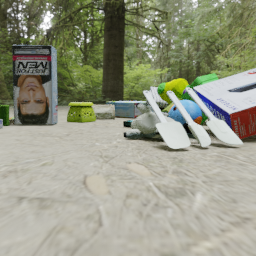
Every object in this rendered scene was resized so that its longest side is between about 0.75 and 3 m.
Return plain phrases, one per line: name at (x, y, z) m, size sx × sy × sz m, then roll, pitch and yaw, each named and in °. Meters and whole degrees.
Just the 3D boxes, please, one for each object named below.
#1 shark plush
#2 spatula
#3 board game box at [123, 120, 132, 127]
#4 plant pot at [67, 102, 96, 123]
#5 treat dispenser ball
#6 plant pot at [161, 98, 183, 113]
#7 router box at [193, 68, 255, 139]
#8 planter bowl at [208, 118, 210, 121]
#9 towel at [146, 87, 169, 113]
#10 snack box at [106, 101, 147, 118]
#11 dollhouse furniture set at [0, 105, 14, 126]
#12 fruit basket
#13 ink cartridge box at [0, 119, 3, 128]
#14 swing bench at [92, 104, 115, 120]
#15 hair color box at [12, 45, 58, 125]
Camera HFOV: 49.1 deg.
shark plush at (0.929, -0.049, 6.894) m, size 2.170 × 0.986 × 0.904 m, roll -2°, pitch -28°, yaw 34°
spatula at (1.255, -0.334, 6.328) m, size 1.662 × 0.192 × 2.391 m, roll -6°, pitch 38°, yaw -13°
board game box at (0.829, -0.131, 9.843) m, size 1.160 × 0.241 × 1.714 m, roll -6°, pitch 8°, yaw -44°
plant pot at (-2.084, -0.715, 12.528) m, size 0.970 × 0.884 × 0.974 m, roll 3°, pitch 5°, yaw 34°
treat dispenser ball at (1.633, -0.324, 8.054) m, size 0.966 × 0.966 × 0.966 m, roll 0°, pitch 6°, yaw 0°
plant pot at (1.733, -0.515, 10.643) m, size 1.026 × 1.026 × 0.974 m, roll 6°, pitch 21°, yaw 44°
router box at (3.551, -0.871, 7.710) m, size 2.682 × 0.730 × 2.988 m, roll -17°, pitch 20°, yaw 2°
planter bowl at (2.865, -0.189, 8.700) m, size 0.804 × 0.541 × 0.804 m, roll -1°, pitch 14°, yaw 0°
towel at (2.036, -1.272, 14.455) m, size 2.065 × 1.067 × 2.494 m, roll 5°, pitch 23°, yaw -5°
snack box at (0.418, -1.114, 16.331) m, size 2.265 × 0.909 × 2.685 m, roll 7°, pitch 10°, yaw 43°
dollhouse furniture set at (-4.644, -0.555, 11.413) m, size 1.005 × 0.776 × 2.010 m, roll 1°, pitch 6°, yaw 9°
fruit basket at (2.635, -1.507, 11.910) m, size 2.827 × 2.039 × 2.827 m, roll 23°, pitch 31°, yaw -15°
ink cartridge box at (-4.669, -0.082, 8.855) m, size 0.707 × 0.333 × 1.504 m, roll -1°, pitch 6°, yaw 2°
swing bench at (-1.331, -0.840, 14.382) m, size 1.186 × 0.774 × 1.193 m, roll -1°, pitch 6°, yaw -12°
hair color box at (-3.593, -1.631, 10.933) m, size 1.481 × 2.991 × 0.907 m, roll 0°, pitch 5°, yaw -2°
